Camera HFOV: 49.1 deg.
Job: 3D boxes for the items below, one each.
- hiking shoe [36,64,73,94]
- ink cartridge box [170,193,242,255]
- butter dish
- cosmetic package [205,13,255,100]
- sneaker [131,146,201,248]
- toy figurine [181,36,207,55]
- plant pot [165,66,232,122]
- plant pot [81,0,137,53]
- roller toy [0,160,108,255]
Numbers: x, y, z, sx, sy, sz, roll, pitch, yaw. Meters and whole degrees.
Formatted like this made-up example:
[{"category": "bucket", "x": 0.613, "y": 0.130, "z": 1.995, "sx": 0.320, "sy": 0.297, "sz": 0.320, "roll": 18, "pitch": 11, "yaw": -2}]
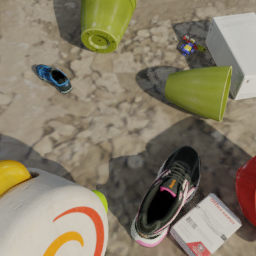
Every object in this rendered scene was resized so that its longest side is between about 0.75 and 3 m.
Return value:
[{"category": "hiking shoe", "x": -2.402, "y": -1.748, "z": 9.051, "sx": 1.549, "sy": 0.672, "sz": 0.576, "roll": 33, "pitch": 63, "yaw": 20}, {"category": "ink cartridge box", "x": 1.777, "y": 2.310, "z": 6.471, "sx": 1.311, "sy": 0.543, "sz": 0.962, "roll": -33, "pitch": 63, "yaw": -19}, {"category": "butter dish", "x": 3.256, "y": 1.345, "z": 6.575, "sx": 2.087, "sy": 2.081, "sz": 1.542, "roll": -31, "pitch": 29, "yaw": -19}, {"category": "cosmetic package", "x": 3.837, "y": -2.418, "z": 9.218, "sx": 1.614, "sy": 1.160, "sz": 2.859, "roll": -7, "pitch": 58, "yaw": -4}, {"category": "sneaker", "x": 1.058, "y": 1.475, "z": 6.645, "sx": 1.097, "sy": 1.179, "sz": 2.730, "roll": 24, "pitch": 59, "yaw": 13}, {"category": "toy figurine", "x": 2.236, "y": -2.771, "z": 9.987, "sx": 0.987, "sy": 0.521, "sz": 0.591, "roll": 41, "pitch": 94, "yaw": 26}, {"category": "plant pot", "x": 2.021, "y": -1.111, "z": 8.267, "sx": 1.705, "sy": 1.595, "sz": 1.595, "roll": 12, "pitch": 57, "yaw": 23}, {"category": "plant pot", "x": -0.838, "y": -3.766, "z": 9.789, "sx": 2.012, "sy": 2.012, "sz": 1.937, "roll": 8, "pitch": 69, "yaw": 5}, {"category": "roller toy", "x": -1.829, "y": 2.090, "z": 5.259, "sx": 1.924, "sy": 2.754, "sz": 2.512, "roll": 12, "pitch": 74, "yaw": 36}]
